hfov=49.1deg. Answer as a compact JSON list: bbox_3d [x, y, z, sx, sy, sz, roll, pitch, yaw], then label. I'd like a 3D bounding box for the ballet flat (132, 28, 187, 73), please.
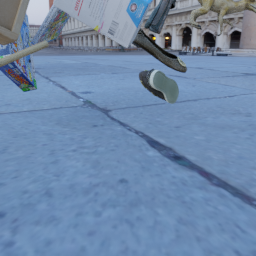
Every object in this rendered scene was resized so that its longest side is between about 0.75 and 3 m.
[{"bbox_3d":[1.205,-3.077,10.982,2.835,0.657,0.955,30,23,-8],"label":"ballet flat"}]

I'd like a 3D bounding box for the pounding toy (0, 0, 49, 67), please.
[{"bbox_3d":[-2.718,-2.118,5.636,2.078,2.366,1.082,19,-4,-39],"label":"pounding toy"}]

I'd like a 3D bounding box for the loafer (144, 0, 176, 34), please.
[{"bbox_3d":[1.451,-4.595,10.709,0.698,2.219,0.797,33,-3,-6],"label":"loafer"}]

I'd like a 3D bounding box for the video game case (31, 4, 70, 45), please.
[{"bbox_3d":[-2.025,-3.501,8.517,0.190,2.140,1.532,39,27,-7],"label":"video game case"}]

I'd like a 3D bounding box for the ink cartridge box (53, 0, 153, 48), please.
[{"bbox_3d":[-0.634,-3.225,7.161,2.229,1.283,0.756,29,39,-3],"label":"ink cartridge box"}]

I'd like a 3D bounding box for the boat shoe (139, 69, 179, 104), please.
[{"bbox_3d":[0.576,-0.740,4.960,0.335,0.396,1.112,17,-6,34],"label":"boat shoe"}]

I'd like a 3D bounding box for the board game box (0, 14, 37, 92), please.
[{"bbox_3d":[-3.180,-2.522,7.767,0.446,2.587,1.751,-12,-13,0],"label":"board game box"}]

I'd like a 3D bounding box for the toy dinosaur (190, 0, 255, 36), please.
[{"bbox_3d":[2.322,-3.676,8.168,2.958,1.496,0.861,20,17,-10],"label":"toy dinosaur"}]
